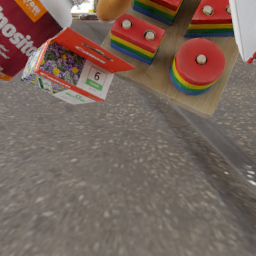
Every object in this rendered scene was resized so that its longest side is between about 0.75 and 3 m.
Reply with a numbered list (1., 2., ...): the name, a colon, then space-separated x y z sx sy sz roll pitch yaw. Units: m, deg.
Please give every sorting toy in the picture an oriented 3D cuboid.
1. sorting toy: 1.129 -2.111 6.035 2.806 2.823 0.982 26 -15 3

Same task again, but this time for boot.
1. boot: -0.049 -2.365 4.695 1.530 0.587 1.188 -34 17 19

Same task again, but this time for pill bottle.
1. pill bottle: -2.343 -2.466 6.193 2.891 1.633 1.633 -41 29 4

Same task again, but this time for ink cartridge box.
1. ink cartridge box: -1.039 -0.968 5.089 1.291 0.597 2.369 24 -10 -29

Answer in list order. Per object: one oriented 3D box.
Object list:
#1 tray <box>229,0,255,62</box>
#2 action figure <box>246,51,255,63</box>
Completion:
1. tray: 1.609 -1.978 3.794 0.211 1.903 1.022 18 53 46
2. action figure: 3.743 -2.166 6.523 2.077 0.678 1.028 -36 9 20
